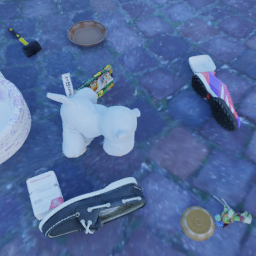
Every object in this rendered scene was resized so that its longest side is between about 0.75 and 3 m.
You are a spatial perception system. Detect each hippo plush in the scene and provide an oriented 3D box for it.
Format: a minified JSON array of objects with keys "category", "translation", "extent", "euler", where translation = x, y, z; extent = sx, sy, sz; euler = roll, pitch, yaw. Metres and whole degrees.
[{"category":"hippo plush","translation":[-0.693,-0.307,7.976],"extent":[2.078,2.584,2.059],"euler":[9,42,11]}]

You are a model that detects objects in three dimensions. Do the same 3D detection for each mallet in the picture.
[{"category":"mallet","translation":[-4.524,-3.618,11.696],"extent":[2.202,0.453,0.725],"euler":[34,65,27]}]

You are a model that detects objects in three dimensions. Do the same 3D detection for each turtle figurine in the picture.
[{"category":"turtle figurine","translation":[2.788,2.208,7.473],"extent":[0.868,0.644,0.895],"euler":[8,59,0]}]

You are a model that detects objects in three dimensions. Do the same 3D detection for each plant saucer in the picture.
[{"category":"plant saucer","translation":[-1.722,-3.970,11.949],"extent":[1.658,0.303,1.658],"euler":[0,55,1]},{"category":"plant saucer","translation":[1.884,2.535,7.528],"extent":[0.933,0.165,0.933],"euler":[0,56,0]}]

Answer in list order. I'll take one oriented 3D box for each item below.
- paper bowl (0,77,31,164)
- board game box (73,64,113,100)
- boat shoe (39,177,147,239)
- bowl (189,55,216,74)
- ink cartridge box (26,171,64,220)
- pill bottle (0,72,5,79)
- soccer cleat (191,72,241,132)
[{"category":"paper bowl","translation":[-4.457,-0.049,8.471],"extent":[2.957,1.538,2.957],"euler":[0,55,0]},{"category":"board game box","translation":[-1.235,-1.295,9.669],"extent":[0.227,1.016,1.939],"euler":[36,63,21]},{"category":"boat shoe","translation":[-0.837,2.193,7.231],"extent":[2.797,1.057,0.844],"euler":[-24,53,-15]},{"category":"bowl","translation":[2.843,-2.387,10.835],"extent":[0.886,0.331,0.888],"euler":[-11,55,-7]},{"category":"ink cartridge box","translation":[-2.280,1.862,7.816],"extent":[0.797,0.450,1.088],"euler":[-19,58,-13]},{"category":"pill bottle","translation":[-5.123,-1.409,9.823],"extent":[1.573,0.882,0.882],"euler":[-36,63,-22]},{"category":"soccer cleat","translation":[3.176,-1.017,9.578],"extent":[0.958,0.892,2.617],"euler":[-17,54,-13]}]
